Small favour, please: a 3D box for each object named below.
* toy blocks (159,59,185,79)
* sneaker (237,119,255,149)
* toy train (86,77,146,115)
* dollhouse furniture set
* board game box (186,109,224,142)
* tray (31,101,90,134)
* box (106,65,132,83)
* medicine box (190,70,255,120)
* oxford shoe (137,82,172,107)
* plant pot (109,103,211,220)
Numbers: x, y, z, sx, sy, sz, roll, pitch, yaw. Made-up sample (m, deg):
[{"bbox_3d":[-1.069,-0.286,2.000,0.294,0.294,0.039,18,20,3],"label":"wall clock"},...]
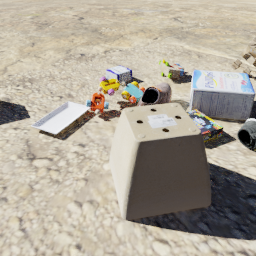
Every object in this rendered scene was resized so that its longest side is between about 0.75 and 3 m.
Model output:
[{"bbox_3d":[2.563,-3.236,15.618,1.211,0.885,1.772,3,30,-17],"label":"toy blocks"},{"bbox_3d":[4.946,0.459,9.696,1.216,0.867,2.452,-27,36,-33],"label":"sneaker"},{"bbox_3d":[-0.497,-1.250,12.522,2.765,0.769,2.077,4,58,-13],"label":"toy train"},{"bbox_3d":[7.152,-3.594,15.131,1.387,1.959,2.132,-32,72,-38],"label":"dollhouse furniture set"},{"bbox_3d":[2.605,-0.074,10.831,1.332,0.457,1.612,-15,35,-25],"label":"board game box"},{"bbox_3d":[-2.680,-0.400,11.526,1.274,0.263,2.373,15,35,23],"label":"tray"},{"bbox_3d":[-0.482,-2.894,15.166,1.090,0.572,1.002,-26,40,-33],"label":"box"},{"bbox_3d":[4.028,-1.520,12.343,2.473,1.273,2.252,7,32,11],"label":"medicine box"},{"bbox_3d":[1.239,-1.336,11.919,1.066,1.090,2.991,19,41,15],"label":"oxford shoe"},{"bbox_3d":[0.837,0.689,7.973,2.526,2.239,2.529,-7,32,-10],"label":"plant pot"}]
